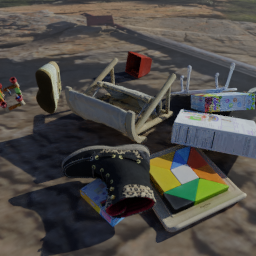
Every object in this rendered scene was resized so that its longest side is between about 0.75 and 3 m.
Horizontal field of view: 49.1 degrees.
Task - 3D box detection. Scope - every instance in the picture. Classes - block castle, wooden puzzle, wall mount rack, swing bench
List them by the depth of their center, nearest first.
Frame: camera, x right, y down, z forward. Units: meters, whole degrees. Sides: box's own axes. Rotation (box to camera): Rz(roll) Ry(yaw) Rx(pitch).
[{"bbox_3d":[1.625,1.483,8.440,2.641,0.532,2.854,-17,39,-21],"label":"wooden puzzle"},{"bbox_3d":[-4.276,-1.241,10.065,0.814,0.571,1.218,-24,58,-9],"label":"block castle"},{"bbox_3d":[-0.222,-0.962,10.688,2.983,1.946,2.999,24,48,29],"label":"swing bench"},{"bbox_3d":[3.272,-2.002,11.950,2.896,1.080,2.516,-4,4,3],"label":"wall mount rack"}]

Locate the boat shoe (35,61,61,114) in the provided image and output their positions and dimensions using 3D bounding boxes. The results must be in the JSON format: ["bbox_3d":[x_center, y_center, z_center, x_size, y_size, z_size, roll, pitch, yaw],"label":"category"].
[{"bbox_3d":[-1.631,-0.820,5.943,0.515,1.393,0.462,29,56,1],"label":"boat shoe"}]

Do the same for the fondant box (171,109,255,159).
[{"bbox_3d":[2.980,0.117,9.646,2.686,0.782,1.938,12,19,14],"label":"fondant box"}]

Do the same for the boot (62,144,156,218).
[{"bbox_3d":[-0.550,1.442,7.705,2.627,0.961,1.978,-5,39,-5],"label":"boot"}]

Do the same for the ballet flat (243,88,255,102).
[{"bbox_3d":[5.842,-1.526,12.433,1.912,0.643,0.651,-15,36,-20],"label":"ballet flat"}]

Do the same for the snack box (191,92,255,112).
[{"bbox_3d":[3.742,-1.065,11.280,1.980,0.670,1.670,-3,10,-6],"label":"snack box"}]

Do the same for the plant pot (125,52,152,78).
[{"bbox_3d":[0.627,-3.329,14.629,0.967,1.097,1.098,-14,37,-37],"label":"plant pot"}]

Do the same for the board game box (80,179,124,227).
[{"bbox_3d":[-0.495,1.959,7.988,1.114,0.294,1.456,-29,45,-33],"label":"board game box"}]
